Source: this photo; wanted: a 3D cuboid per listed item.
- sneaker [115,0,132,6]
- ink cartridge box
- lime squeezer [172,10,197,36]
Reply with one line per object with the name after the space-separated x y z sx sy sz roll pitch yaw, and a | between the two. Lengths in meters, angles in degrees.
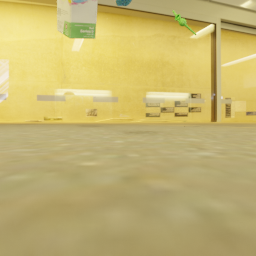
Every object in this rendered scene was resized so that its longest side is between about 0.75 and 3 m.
-0.328 -4.284 8.951 0.423 0.694 1.063 -39 0 24 | sneaker
-1.350 -3.364 7.354 0.781 1.785 1.297 -9 30 -25 | ink cartridge box
1.778 -3.577 9.265 0.466 1.320 0.249 -14 -31 -39 | lime squeezer
